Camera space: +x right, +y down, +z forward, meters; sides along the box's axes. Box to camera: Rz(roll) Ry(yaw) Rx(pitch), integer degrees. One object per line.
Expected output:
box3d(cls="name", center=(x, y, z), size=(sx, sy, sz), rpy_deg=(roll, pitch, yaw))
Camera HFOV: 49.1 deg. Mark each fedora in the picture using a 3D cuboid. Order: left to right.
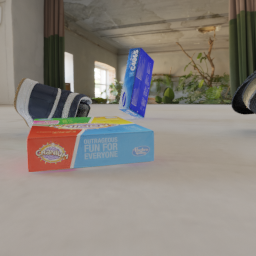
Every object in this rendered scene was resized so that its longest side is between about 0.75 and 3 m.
box3d(cls="fedora", center=(3.832, -0.672, 6.698), size=(2.658, 1.214, 2.658), rpy_deg=(-13, -27, -7))

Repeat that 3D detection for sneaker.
box3d(cls="sneaker", center=(-1.806, -0.381, 7.361), size=(1.590, 1.027, 2.932), rpy_deg=(15, -9, -5))

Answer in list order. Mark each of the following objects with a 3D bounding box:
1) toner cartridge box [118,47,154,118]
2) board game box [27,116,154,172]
box3d(cls="toner cartridge box", center=(0.391, -1.899, 11.994), size=(0.585, 2.710, 1.287), rpy_deg=(3, -14, 35))
box3d(cls="board game box", center=(-0.680, 0.140, 4.360), size=(1.579, 0.416, 2.063), rpy_deg=(-3, 9, -16))
